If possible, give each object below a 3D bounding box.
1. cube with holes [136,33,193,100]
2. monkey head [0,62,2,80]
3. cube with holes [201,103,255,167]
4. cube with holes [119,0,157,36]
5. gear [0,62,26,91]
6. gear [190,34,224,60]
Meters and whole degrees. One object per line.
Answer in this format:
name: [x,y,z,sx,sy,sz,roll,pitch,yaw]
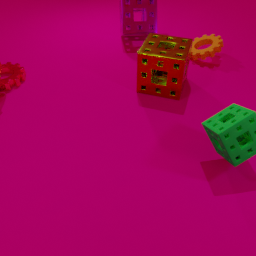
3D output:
cube with holes: [1.096,-1.873,8.465,1.338,1.338,1.338,13,45,13]
monkey head: [-4.184,-1.428,7.780,1.136,1.885,1.356,12,52,-14]
cube with holes: [2.297,0.127,6.049,0.856,0.856,0.856,-32,18,1]
cube with holes: [0.370,-4.248,10.686,1.286,1.286,1.286,-3,16,-4]
gear: [-4.014,-1.667,9.023,1.352,0.250,1.352,0,43,0]
gear: [2.729,-2.903,10.035,1.281,0.237,1.281,-16,41,15]
